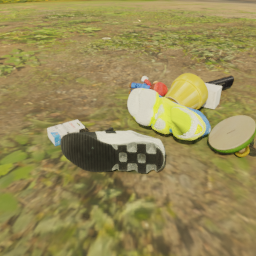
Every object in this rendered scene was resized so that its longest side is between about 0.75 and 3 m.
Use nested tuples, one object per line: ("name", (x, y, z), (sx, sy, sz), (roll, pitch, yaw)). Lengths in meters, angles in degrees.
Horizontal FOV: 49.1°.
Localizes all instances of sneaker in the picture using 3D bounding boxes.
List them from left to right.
("sneaker", (-0.357, 0.511, 7.071), (2.608, 0.966, 1.154), (8, 19, 9))
("sneaker", (1.229, -0.348, 8.363), (1.474, 1.063, 2.806), (10, 19, -44))

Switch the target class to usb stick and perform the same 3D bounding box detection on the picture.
("usb stick", (3.505, -1.688, 11.007), (1.805, 0.501, 0.294), (-18, 42, -30))

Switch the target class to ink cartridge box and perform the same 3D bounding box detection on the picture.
("ink cartridge box", (-1.785, 0.123, 8.175), (0.966, 0.328, 0.560), (-19, 39, -28))

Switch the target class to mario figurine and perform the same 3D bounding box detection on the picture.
("mario figurine", (0.785, -1.379, 10.289), (1.412, 0.872, 0.748), (5, 41, 24))

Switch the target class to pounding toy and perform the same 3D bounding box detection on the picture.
("pounding toy", (3.002, 0.316, 7.296), (1.614, 0.749, 1.246), (-12, 37, 44))

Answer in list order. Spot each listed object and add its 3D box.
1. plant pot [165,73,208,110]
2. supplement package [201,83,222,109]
("plant pot", (1.816, -1.003, 9.380), (1.283, 1.283, 1.207), (26, 52, 37))
("supplement package", (2.708, -1.214, 10.165), (1.151, 0.698, 0.689), (16, 31, 26))
